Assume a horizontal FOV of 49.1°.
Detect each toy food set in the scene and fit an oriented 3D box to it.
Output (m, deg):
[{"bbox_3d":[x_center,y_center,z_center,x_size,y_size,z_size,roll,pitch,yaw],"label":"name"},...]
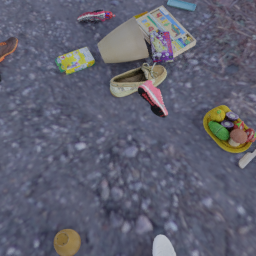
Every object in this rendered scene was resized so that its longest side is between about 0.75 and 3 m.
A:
[{"bbox_3d":[4.126,0.064,10.868,1.526,0.847,2.594,-30,65,-16],"label":"toy food set"}]

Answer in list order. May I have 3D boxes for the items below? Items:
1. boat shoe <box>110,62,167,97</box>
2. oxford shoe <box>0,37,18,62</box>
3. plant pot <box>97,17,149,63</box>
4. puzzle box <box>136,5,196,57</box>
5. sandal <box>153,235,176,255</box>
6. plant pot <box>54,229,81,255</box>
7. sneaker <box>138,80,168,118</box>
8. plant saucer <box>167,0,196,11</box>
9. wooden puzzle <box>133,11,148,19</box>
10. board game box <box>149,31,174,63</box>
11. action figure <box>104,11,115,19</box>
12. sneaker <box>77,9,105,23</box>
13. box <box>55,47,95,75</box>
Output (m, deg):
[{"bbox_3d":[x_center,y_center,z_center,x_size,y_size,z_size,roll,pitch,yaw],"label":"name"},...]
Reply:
[{"bbox_3d":[0.501,-2.147,12.113,2.693,0.844,0.987,-25,64,-14],"label":"boat shoe"},{"bbox_3d":[-5.842,-3.794,13.174,0.603,0.614,1.693,23,63,13],"label":"oxford shoe"},{"bbox_3d":[-0.307,-3.734,12.635,1.967,1.843,1.843,-20,62,4],"label":"plant pot"},{"bbox_3d":[1.739,-4.616,13.584,1.819,0.348,2.734,-33,71,-12],"label":"puzzle box"},{"bbox_3d":[1.090,4.635,8.375,0.660,1.093,2.687,-30,57,30],"label":"sandal"},{"bbox_3d":[-1.995,3.583,8.855,0.863,0.926,0.863,0,62,0],"label":"plant pot"},{"bbox_3d":[0.857,-0.869,8.275,0.553,0.470,1.275,-48,111,-24],"label":"sneaker"},{"bbox_3d":[2.872,-6.593,15.030,1.507,0.143,0.527,18,62,11],"label":"plant saucer"},{"bbox_3d":[1.317,-5.153,14.139,1.410,0.244,2.090,-33,70,-13],"label":"wooden puzzle"},{"bbox_3d":[1.536,-3.747,12.927,0.957,0.257,1.594,-3,68,-5],"label":"board game box"},{"bbox_3d":[-1.236,-5.837,14.474,1.159,0.379,0.300,4,34,4],"label":"action figure"},{"bbox_3d":[-1.885,-5.606,14.271,1.442,0.538,0.581,-5,37,12],"label":"sneaker"},{"bbox_3d":[-2.449,-3.063,12.904,1.621,0.392,0.951,-22,64,-15],"label":"box"}]
